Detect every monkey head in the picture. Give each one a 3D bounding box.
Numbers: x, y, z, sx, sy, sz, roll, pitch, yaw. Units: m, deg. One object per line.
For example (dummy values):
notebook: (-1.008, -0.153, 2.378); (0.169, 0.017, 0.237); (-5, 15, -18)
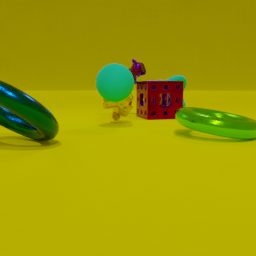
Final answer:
monkey head: (-0.335, -0.783, 7.974); (0.975, 1.356, 0.817); (-4, 19, -23)

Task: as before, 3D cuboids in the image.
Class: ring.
ring: (1.926, -0.136, 6.064); (1.808, 0.362, 1.808); (9, 11, -2)
ring: (-2.071, -0.305, 4.948); (1.812, 0.362, 1.812); (20, -21, 8)

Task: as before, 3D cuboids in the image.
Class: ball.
ball: (-0.324, -1.125, 7.005); (0.952, 0.952, 0.952); (0, 8, 0)

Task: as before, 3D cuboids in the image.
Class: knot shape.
knot shape: (1.725, -1.474, 11.317); (1.709, 1.599, 0.790); (26, 42, -4)

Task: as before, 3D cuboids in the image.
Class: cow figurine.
cow figurine: (0.031, -1.931, 10.138); (1.247, 0.685, 1.227); (-19, -9, 2)

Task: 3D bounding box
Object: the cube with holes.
cube with holes: (1.059, -0.983, 9.644); (1.242, 1.242, 1.242); (-2, 8, -15)
